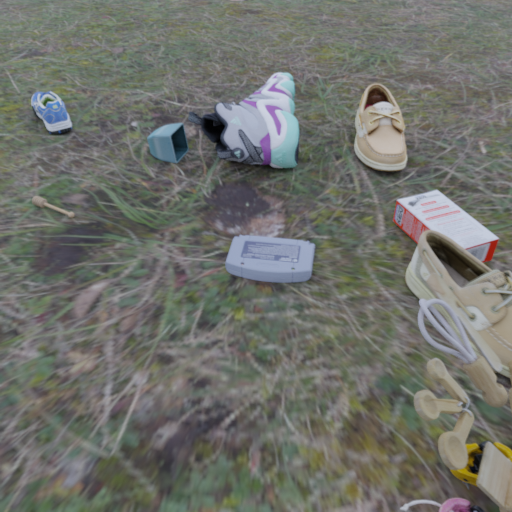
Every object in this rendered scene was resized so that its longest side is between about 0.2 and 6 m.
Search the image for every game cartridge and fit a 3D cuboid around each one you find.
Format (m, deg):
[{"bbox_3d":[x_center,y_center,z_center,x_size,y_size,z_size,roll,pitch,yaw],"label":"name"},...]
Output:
[{"bbox_3d":[0.224,0.049,8.768,1.327,0.271,0.883,6,35,8],"label":"game cartridge"}]

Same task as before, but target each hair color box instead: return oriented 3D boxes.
[{"bbox_3d":[3.055,-0.433,9.174,0.857,0.494,1.545,-14,42,-18],"label":"hair color box"}]

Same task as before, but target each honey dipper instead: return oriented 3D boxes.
[{"bbox_3d":[-3.606,-0.864,9.995,0.917,0.174,0.174,20,42,21],"label":"honey dipper"}]

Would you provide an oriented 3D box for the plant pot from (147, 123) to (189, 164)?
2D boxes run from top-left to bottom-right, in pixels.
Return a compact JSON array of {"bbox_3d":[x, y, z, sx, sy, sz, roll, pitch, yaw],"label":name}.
[{"bbox_3d":[-1.854,-2.333,11.538,0.646,0.634,0.632,6,38,20],"label":"plant pot"}]

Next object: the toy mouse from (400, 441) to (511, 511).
[{"bbox_3d":[2.404,2.612,5.304,1.947,0.377,1.730,-5,37,-16],"label":"toy mouse"}]

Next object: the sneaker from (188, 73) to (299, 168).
[{"bbox_3d":[-0.297,-2.986,11.830,2.235,1.242,3.195,0,37,-1],"label":"sneaker"}]

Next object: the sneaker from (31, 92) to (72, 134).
[{"bbox_3d":[-4.723,-3.466,12.873,0.711,0.723,1.878,-24,43,-25],"label":"sneaker"}]

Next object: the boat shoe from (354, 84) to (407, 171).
[{"bbox_3d":[2.584,-2.775,11.766,1.035,0.971,2.808,0,39,-1],"label":"boat shoe"}]

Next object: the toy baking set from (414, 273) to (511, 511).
[{"bbox_3d":[2.326,1.319,5.760,1.837,0.279,2.394,33,46,-22],"label":"toy baking set"}]

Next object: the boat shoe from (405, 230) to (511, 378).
[{"bbox_3d":[3.063,0.618,7.467,0.986,0.888,2.734,-14,39,-22],"label":"boat shoe"}]
